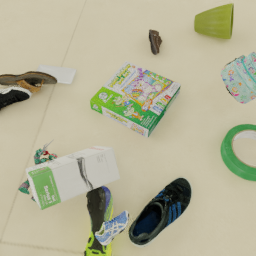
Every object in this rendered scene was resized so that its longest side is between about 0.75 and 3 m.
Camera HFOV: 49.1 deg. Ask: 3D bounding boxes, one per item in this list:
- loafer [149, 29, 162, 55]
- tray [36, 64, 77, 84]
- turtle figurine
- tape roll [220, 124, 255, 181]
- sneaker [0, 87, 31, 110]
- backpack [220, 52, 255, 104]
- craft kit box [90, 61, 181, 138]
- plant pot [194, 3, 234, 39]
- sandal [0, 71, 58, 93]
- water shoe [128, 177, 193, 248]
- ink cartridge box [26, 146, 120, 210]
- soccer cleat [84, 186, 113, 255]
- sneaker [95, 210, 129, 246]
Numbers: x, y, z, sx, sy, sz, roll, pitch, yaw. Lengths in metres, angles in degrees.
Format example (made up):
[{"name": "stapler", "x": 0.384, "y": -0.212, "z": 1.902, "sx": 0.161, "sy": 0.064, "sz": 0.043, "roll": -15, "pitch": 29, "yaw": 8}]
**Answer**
[{"name": "loafer", "x": 1.435, "y": -4.395, "z": 14.104, "sx": 0.629, "sy": 0.647, "sz": 1.771, "roll": -4, "pitch": 56, "yaw": -2}, {"name": "tray", "x": -3.395, "y": -2.454, "z": 13.047, "sx": 1.854, "sy": 0.206, "sz": 0.995, "roll": 8, "pitch": 55, "yaw": 6}, {"name": "turtle figurine", "x": -2.885, "y": 1.520, "z": 9.878, "sx": 1.529, "sy": 1.028, "sz": 2.043, "roll": 40, "pitch": 58, "yaw": -21}, {"name": "tape roll", "x": 4.667, "y": 0.889, "z": 10.556, "sx": 2.222, "sy": 0.534, "sz": 2.222, "roll": 0, "pitch": 55, "yaw": 0}, {"name": "sneaker", "x": -5.218, "y": -1.027, "z": 11.792, "sx": 2.177, "sy": 0.795, "sz": 1.218, "roll": 0, "pitch": 59, "yaw": 10}, {"name": "backpack", "x": 4.048, "y": -1.705, "z": 9.628, "sx": 1.784, "sy": 1.343, "sz": 1.584, "roll": -31, "pitch": 86, "yaw": -45}, {"name": "craft kit box", "x": 0.353, "y": -1.359, "z": 12.053, "sx": 2.859, "sy": 0.702, "sz": 2.895, "roll": 25, "pitch": 59, "yaw": 19}, {"name": "plant pot", "x": 4.375, "y": -5.416, "z": 14.356, "sx": 1.821, "sy": 1.704, "sz": 1.704, "roll": 6, "pitch": 54, "yaw": 23}, {"name": "sandal", "x": -4.404, "y": -1.925, "z": 12.188, "sx": 2.868, "sy": 1.172, "sz": 0.783, "roll": -1, "pitch": 82, "yaw": 9}, {"name": "water shoe", "x": 1.191, "y": 2.596, "z": 9.007, "sx": 1.037, "sy": 1.145, "sz": 2.902, "roll": 36, "pitch": 63, "yaw": 22}, {"name": "ink cartridge box", "x": -1.788, "y": 1.461, "z": 8.998, "sx": 2.568, "sy": 1.876, "sz": 1.083, "roll": -17, "pitch": 96, "yaw": -24}, {"name": "soccer cleat", "x": -0.773, "y": 3.186, "z": 8.764, "sx": 0.884, "sy": 1.143, "sz": 2.733, "roll": -10, "pitch": 71, "yaw": 23}, {"name": "sneaker", "x": -0.390, "y": 2.525, "z": 7.175, "sx": 1.056, "sy": 0.407, "sz": 0.400, "roll": -47, "pitch": 23, "yaw": -7}]
